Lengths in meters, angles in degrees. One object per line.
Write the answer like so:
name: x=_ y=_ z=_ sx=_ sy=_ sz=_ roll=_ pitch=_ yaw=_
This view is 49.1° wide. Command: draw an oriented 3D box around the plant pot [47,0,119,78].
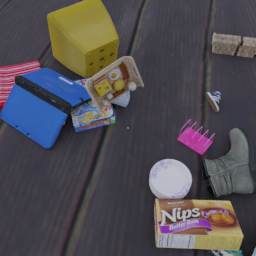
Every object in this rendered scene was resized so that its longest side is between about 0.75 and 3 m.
plant pot: x=-1.645 y=-3.518 z=11.621 sx=2.356 sy=2.356 sz=2.078 roll=-32 pitch=70 yaw=-22

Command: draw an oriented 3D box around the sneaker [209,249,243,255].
sneaker: x=2.831 y=3.401 z=7.267 sx=0.583 sy=0.567 sz=1.463 roll=-33 pitch=59 yaw=-33

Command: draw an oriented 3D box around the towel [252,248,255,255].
towel: x=3.941 y=3.637 z=6.640 sx=2.057 sy=0.579 sz=2.403 roll=35 pitch=40 yaw=23

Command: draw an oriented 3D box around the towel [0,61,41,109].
towel: x=-4.393 y=-1.835 z=11.452 sx=1.782 sy=0.277 sz=2.464 roll=-13 pitch=53 yaw=-11

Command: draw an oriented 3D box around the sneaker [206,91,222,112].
sneaker: x=3.436 y=-1.059 z=10.807 sx=0.533 sy=0.344 sz=0.982 roll=-11 pitch=50 yaw=-6

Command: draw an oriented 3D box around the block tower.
block tower: x=4.991 y=-3.689 z=12.638 sx=2.409 sy=0.696 sz=0.651 roll=11 pitch=53 yaw=6

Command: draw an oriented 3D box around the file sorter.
file sorter: x=2.339 y=0.276 z=9.591 sx=1.016 sy=0.637 sz=0.706 roll=35 pitch=60 yaw=24

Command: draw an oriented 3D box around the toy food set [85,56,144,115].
toy food set: x=-0.399 y=-1.326 z=8.941 sx=1.738 sy=1.247 sz=0.525 roll=-35 pitch=45 yaw=-7

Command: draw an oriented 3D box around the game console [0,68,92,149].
game console: x=-2.979 y=-0.852 z=10.437 sx=2.695 sy=1.595 sz=2.300 roll=30 pitch=36 yaw=20

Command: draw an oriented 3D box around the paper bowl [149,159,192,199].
paper bowl: x=1.270 y=1.631 z=8.533 sx=1.254 sy=0.652 sz=1.254 roll=0 pitch=52 yaw=0

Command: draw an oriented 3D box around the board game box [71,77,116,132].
board game box: x=-1.485 y=-0.989 z=10.711 sx=1.558 sy=0.397 sz=2.302 roll=-14 pitch=54 yaw=-11

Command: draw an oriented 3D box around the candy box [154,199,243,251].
candy box: x=1.809 y=2.573 z=7.586 sx=2.144 sy=0.605 sz=1.251 roll=3 pitch=30 yaw=2

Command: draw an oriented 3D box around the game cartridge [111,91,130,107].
game cartridge: x=-0.379 y=-1.418 z=10.894 sx=0.912 sy=0.284 sz=1.370 roll=12 pitch=43 yaw=-19

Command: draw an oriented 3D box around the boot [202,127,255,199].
boot: x=3.141 y=1.010 z=8.962 sx=1.621 sy=0.840 sz=2.482 roll=-3 pitch=51 yaw=4
